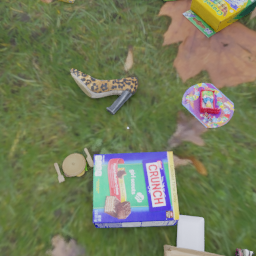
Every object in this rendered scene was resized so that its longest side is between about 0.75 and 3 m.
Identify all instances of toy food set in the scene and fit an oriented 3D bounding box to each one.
[{"bbox_3d":[-1.464,1.042,7.694,1.027,0.206,0.709,-25,60,-5],"label":"toy food set"}]

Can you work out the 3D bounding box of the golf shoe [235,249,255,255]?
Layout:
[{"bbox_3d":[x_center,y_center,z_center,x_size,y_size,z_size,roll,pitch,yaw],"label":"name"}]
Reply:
[{"bbox_3d":[2.774,3.353,6.492,0.464,0.366,1.007,5,66,5],"label":"golf shoe"}]

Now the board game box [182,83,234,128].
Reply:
[{"bbox_3d":[2.464,-0.787,8.454,1.241,0.306,1.571,-36,70,-15],"label":"board game box"}]

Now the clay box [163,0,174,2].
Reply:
[{"bbox_3d":[2.064,-5.281,10.491,1.632,0.389,0.938,-7,65,-3],"label":"clay box"}]

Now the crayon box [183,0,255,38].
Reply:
[{"bbox_3d":[3.288,-4.330,9.944,2.270,0.585,1.427,-33,69,-14],"label":"crayon box"}]

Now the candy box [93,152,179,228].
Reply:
[{"bbox_3d":[0.174,1.556,7.094,2.051,0.790,1.734,-2,64,-2],"label":"candy box"}]

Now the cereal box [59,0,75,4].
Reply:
[{"bbox_3d":[-2.200,-5.070,10.519,0.594,0.163,0.826,16,66,7],"label":"cereal box"}]

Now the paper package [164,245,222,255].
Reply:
[{"bbox_3d":[1.918,3.914,5.376,2.797,1.447,2.666,7,70,10],"label":"paper package"}]

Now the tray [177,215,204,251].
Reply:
[{"bbox_3d":[1.527,2.809,6.877,0.660,0.136,1.230,6,65,4],"label":"tray"}]

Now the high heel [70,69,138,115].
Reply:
[{"bbox_3d":[-0.693,-1.477,8.514,1.913,0.683,1.364,41,77,0],"label":"high heel"}]
